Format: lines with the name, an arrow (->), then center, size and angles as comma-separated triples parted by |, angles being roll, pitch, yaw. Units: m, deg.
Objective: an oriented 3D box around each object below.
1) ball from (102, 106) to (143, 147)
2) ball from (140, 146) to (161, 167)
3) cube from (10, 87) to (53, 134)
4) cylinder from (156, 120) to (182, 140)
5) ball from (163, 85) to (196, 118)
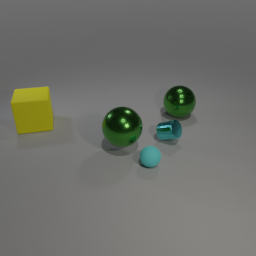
ball -> -0.198, -0.038, 9.617 | 1.400, 1.400, 1.400 | 0, 30, 0
ball -> 0.743, 0.941, 9.274 | 0.700, 0.700, 0.700 | 0, 30, 0
cube -> -3.878, -0.754, 11.510 | 1.400, 1.400, 1.400 | -7, 31, -11
cylinder -> 1.535, 0.085, 10.419 | 0.700, 0.700, 0.700 | -9, 17, 44
ball -> 2.229, -1.139, 12.140 | 1.400, 1.400, 1.400 | 0, 30, 0
